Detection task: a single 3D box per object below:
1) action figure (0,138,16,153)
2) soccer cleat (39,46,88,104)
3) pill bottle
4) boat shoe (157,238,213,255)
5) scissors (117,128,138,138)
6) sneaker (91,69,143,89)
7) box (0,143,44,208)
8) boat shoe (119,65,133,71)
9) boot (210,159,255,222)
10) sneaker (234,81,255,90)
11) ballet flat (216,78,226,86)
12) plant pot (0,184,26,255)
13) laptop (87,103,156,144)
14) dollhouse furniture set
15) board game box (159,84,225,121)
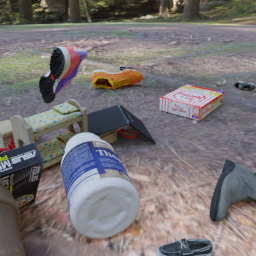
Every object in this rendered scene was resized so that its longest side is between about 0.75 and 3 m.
[{"bbox_3d":[-4.186,0.759,7.743,1.963,0.507,0.642,-19,31,-6],"label":"action figure"},{"bbox_3d":[-1.266,-0.965,5.334,0.575,1.571,0.536,-19,75,-37],"label":"soccer cleat"},{"bbox_3d":[-0.750,1.074,6.245,1.366,1.366,2.462,-8,27,-16],"label":"pill bottle"},{"bbox_3d":[1.041,2.179,5.135,1.043,0.370,0.376,-3,26,-7],"label":"boat shoe"},{"bbox_3d":[-0.353,0.081,9.777,1.534,0.107,0.561,13,31,22],"label":"scissors"},{"bbox_3d":[-0.531,-2.372,14.242,2.693,0.983,1.039,-6,50,-8],"label":"sneaker"},{"bbox_3d":[-2.557,1.204,5.376,1.622,2.025,0.448,-18,64,-35],"label":"box"},{"bbox_3d":[-0.090,-3.621,17.236,0.960,0.355,0.290,4,64,-30],"label":"boat shoe"},{"bbox_3d":[2.696,1.475,6.303,1.369,0.710,2.096,18,32,22],"label":"boot"},{"bbox_3d":[5.777,-2.065,13.966,0.501,0.368,1.108,-17,27,-26],"label":"sneaker"},{"bbox_3d":[4.970,-2.402,14.794,0.332,0.299,0.881,40,47,21],"label":"ballet flat"},{"bbox_3d":[-2.264,2.027,4.133,1.913,1.913,1.668,-23,51,-39],"label":"plant pot"},{"bbox_3d":[-0.305,0.004,9.412,1.886,1.093,1.766,36,13,-25],"label":"laptop"},{"bbox_3d":[-2.302,-0.250,8.690,2.612,1.642,2.953,23,34,39],"label":"dollhouse furniture set"},{"bbox_3d":[2.709,-1.138,11.767,1.838,0.562,2.427,18,31,33],"label":"board game box"}]
